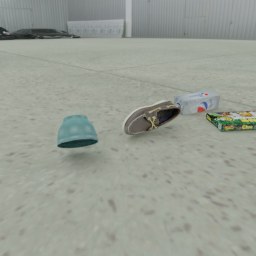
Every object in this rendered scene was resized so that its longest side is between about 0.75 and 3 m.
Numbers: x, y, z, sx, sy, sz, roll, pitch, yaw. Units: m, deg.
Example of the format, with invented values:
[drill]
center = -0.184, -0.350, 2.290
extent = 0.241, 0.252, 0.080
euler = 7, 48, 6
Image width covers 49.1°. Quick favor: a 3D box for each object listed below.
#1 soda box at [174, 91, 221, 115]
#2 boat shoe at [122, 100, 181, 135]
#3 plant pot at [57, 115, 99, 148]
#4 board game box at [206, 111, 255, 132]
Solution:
[soda box]
center = 2.560, -0.949, 10.365
extent = 1.762, 0.559, 0.601
euler = -12, 29, -28
[boat shoe]
center = 0.726, -0.281, 8.260
extent = 1.996, 0.717, 0.594
euler = -25, 31, -33
[plant pot]
center = -1.253, 0.070, 6.848
extent = 0.999, 0.669, 0.999
euler = -8, -13, -2
[board game box]
center = 3.907, -0.263, 9.123
extent = 2.365, 0.277, 1.239
euler = -3, 23, -7
